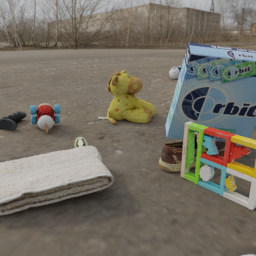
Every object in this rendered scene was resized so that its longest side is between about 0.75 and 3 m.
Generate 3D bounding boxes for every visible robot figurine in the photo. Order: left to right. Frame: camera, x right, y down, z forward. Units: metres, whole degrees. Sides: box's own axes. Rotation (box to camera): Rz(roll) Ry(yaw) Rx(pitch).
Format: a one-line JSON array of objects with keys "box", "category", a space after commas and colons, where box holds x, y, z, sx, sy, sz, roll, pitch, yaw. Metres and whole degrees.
[{"box": [3.509, -3.854, 19.436, 1.421, 1.067, 0.886, -15, 46, -37], "category": "robot figurine"}]

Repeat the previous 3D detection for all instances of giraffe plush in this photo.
[{"box": [-0.070, -1.284, 10.869, 2.251, 1.825, 1.942, -5, 20, -14], "category": "giraffe plush"}]

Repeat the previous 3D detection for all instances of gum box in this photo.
[{"box": [2.465, -0.760, 7.551, 2.390, 2.813, 0.627, 6, 43, -3], "category": "gum box"}]

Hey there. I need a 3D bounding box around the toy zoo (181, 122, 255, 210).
[{"box": [2.033, 0.771, 5.820, 0.215, 1.376, 2.098, -16, 25, -39], "category": "toy zoo"}]

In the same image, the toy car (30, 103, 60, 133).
[{"box": [-2.848, -0.202, 9.697, 0.988, 0.948, 1.072, -2, 47, -16], "category": "toy car"}]

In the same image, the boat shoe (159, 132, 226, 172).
[{"box": [1.838, 0.515, 7.355, 2.250, 0.810, 0.812, -8, 21, -22], "category": "boat shoe"}]

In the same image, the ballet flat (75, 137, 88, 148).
[{"box": [-1.362, 0.474, 8.112, 0.408, 0.408, 1.174, -3, 20, -9], "category": "ballet flat"}]

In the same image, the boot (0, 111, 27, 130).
[{"box": [-4.162, -0.285, 10.305, 1.011, 0.403, 1.226, 8, 17, 17], "category": "boot"}]

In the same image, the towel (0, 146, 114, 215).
[{"box": [-1.774, 1.019, 6.142, 2.609, 0.450, 1.729, -12, 23, -15], "category": "towel"}]
